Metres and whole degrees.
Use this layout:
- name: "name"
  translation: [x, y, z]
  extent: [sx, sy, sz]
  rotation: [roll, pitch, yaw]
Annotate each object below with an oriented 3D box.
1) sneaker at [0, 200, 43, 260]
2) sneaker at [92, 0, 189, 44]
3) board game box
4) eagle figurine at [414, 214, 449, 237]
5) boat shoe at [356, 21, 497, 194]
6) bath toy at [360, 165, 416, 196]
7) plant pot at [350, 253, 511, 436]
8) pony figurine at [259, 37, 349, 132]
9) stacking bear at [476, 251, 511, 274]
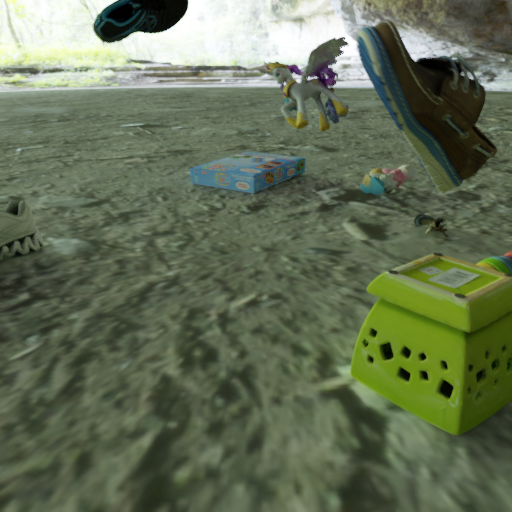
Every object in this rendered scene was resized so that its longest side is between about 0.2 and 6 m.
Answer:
- name: "sneaker"
  translation: [-4.395, -0.263, 8.908]
  extent: [0.848, 0.914, 2.256]
  rotation: [9, 24, 18]
- name: "sneaker"
  translation: [-2.285, -4.993, 11.532]
  extent: [2.144, 0.785, 0.878]
  rotation: [-30, 10, -18]
- name: "board game box"
  translation: [-0.172, -2.244, 14.677]
  extent: [1.946, 0.471, 2.573]
  rotation: [13, 24, 31]
- name: "eagle figurine"
  translation: [3.294, -0.588, 10.501]
  extent: [0.448, 0.450, 0.593]
  rotation: [-22, 28, -2]
- name: "boat shoe"
  translation: [2.052, -1.804, 6.470]
  extent: [0.979, 2.705, 0.977]
  rotation: [-31, 53, 20]
- name: "bath toy"
  translation: [3.242, -1.869, 13.653]
  extent: [1.591, 0.588, 0.692]
  rotation: [-20, 73, -38]
- name: "plant pot"
  translation: [1.921, 0.759, 5.721]
  extent: [1.376, 1.249, 1.369]
  rotation: [-15, 25, -37]
- name: "pony figurine"
  translation: [0.987, -3.001, 9.922]
  extent: [1.522, 1.313, 1.577]
  rotation: [-20, 70, -11]
- name: "stacking bear"
  translation: [3.158, 0.383, 7.619]
  extent: [1.211, 0.736, 0.689]
  rotation: [-16, 22, -20]
